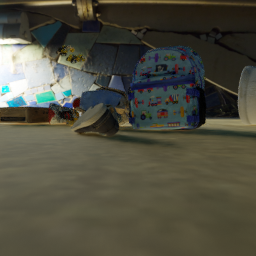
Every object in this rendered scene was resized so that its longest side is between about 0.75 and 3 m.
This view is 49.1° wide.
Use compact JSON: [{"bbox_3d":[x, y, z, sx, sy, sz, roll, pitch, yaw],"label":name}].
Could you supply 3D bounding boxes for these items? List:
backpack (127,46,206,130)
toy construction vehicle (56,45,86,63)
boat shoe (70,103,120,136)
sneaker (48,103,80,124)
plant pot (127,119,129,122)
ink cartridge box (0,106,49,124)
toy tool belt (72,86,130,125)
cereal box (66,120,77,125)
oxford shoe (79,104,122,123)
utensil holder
[{"bbox_3d":[1.166,-1.268,8.503,2.374,2.600,1.749,2,3,21],"label":"backpack"},{"bbox_3d":[-2.040,-2.698,10.156,0.920,0.372,1.057,30,24,17],"label":"toy construction vehicle"},{"bbox_3d":[-0.780,-0.060,6.471,0.661,0.766,2.109,43,-17,-14],"label":"boat shoe"},{"bbox_3d":[-3.100,-0.700,13.644,1.068,1.012,2.599,1,3,9],"label":"sneaker"},{"bbox_3d":[0.145,-0.623,15.863,0.727,0.794,0.794,12,-3,-27],"label":"plant pot"},{"bbox_3d":[-4.941,-0.646,14.101,1.843,0.840,2.238,0,3,26],"label":"ink cartridge box"},{"bbox_3d":[-1.182,-0.871,10.805,2.566,1.602,1.577,8,1,13],"label":"toy tool belt"},{"bbox_3d":[-1.993,-0.223,11.887,0.740,0.203,1.029,2,4,43],"label":"cereal box"},{"bbox_3d":[-1.026,-0.445,9.293,0.868,0.667,2.309,-45,26,-23],"label":"oxford shoe"},{"bbox_3d":[6.334,-1.297,11.306,2.998,2.548,2.548,5,5,36],"label":"utensil holder"}]
